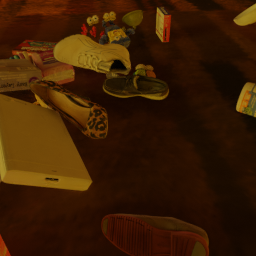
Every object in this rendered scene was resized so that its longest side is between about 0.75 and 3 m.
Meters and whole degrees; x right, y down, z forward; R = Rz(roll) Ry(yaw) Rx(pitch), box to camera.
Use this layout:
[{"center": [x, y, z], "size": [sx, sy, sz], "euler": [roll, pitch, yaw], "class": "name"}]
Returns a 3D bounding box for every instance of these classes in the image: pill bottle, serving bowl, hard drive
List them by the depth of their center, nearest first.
[{"center": [-2.132, 0.260, 6.549], "size": [1.867, 0.372, 2.831], "euler": [17, 25, -40], "class": "hard drive"}, {"center": [4.105, -0.667, 8.081], "size": [1.650, 0.925, 0.925], "euler": [23, 43, 26], "class": "pill bottle"}, {"center": [6.600, -5.961, 14.595], "size": [2.008, 0.660, 2.008], "euler": [-33, 12, 8], "class": "serving bowl"}]

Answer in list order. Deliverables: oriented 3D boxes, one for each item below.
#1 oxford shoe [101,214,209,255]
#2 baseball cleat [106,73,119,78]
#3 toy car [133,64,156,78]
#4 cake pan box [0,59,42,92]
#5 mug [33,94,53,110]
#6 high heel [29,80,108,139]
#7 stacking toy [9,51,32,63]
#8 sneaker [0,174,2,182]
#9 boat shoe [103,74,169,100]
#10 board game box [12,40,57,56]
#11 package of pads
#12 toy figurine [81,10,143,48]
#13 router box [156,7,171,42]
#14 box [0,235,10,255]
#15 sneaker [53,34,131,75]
[{"center": [0.479, 1.939, 5.125], "size": [1.955, 0.689, 0.731], "euler": [10, 10, 18], "class": "oxford shoe"}, {"center": [-0.466, -1.692, 9.863], "size": [1.023, 0.357, 0.545], "euler": [25, 44, 30], "class": "baseball cleat"}, {"center": [0.519, -1.774, 9.741], "size": [0.849, 0.743, 0.637], "euler": [-2, -10, -39], "class": "toy car"}, {"center": [-4.239, -1.729, 8.999], "size": [2.617, 0.684, 2.410], "euler": [-11, 27, -29], "class": "cake pan box"}, {"center": [-2.455, -0.794, 8.609], "size": [0.683, 0.852, 0.700], "euler": [9, 37, -45], "class": "mug"}, {"center": [-1.592, -0.484, 7.272], "size": [1.809, 0.906, 2.537], "euler": [17, 18, -31], "class": "high heel"}, {"center": [-4.492, -2.326, 10.521], "size": [1.623, 0.693, 0.693], "euler": [-24, 44, -20], "class": "stacking toy"}, {"center": [-3.671, 0.928, 5.984], "size": [1.588, 1.038, 2.763], "euler": [8, 33, 10], "class": "sneaker"}, {"center": [0.240, -1.371, 8.772], "size": [2.116, 0.695, 0.756], "euler": [8, 70, 6], "class": "boat shoe"}, {"center": [-3.630, -3.435, 12.213], "size": [2.418, 0.235, 1.245], "euler": [8, 39, 10], "class": "board game box"}, {"center": [-2.755, -2.234, 10.257], "size": [1.145, 0.719, 1.901], "euler": [-17, 40, -19], "class": "package of pads"}, {"center": [-0.375, -3.973, 12.518], "size": [2.991, 1.577, 1.792], "euler": [-20, 71, -20], "class": "toy figurine"}, {"center": [1.662, -4.932, 13.318], "size": [0.335, 1.232, 1.373], "euler": [-5, 39, -6], "class": "router box"}, {"center": [-2.637, 2.649, 3.579], "size": [1.290, 1.190, 2.513], "euler": [1, 38, 2], "class": "box"}, {"center": [-1.109, -2.414, 9.489], "size": [2.747, 1.023, 1.196], "euler": [0, 40, -21], "class": "sneaker"}]
